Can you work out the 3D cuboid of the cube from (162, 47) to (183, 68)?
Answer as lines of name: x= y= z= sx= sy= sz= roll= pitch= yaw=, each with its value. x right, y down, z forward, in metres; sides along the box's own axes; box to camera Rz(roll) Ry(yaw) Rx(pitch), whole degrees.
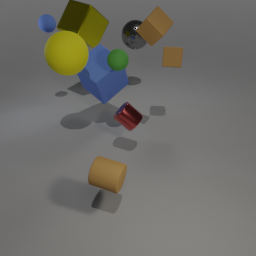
cube: x=1.636 y=-2.612 z=10.367 sx=0.700 sy=0.700 sz=0.700 roll=5 pitch=13 yaw=6

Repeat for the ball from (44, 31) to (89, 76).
ball: x=-1.985 y=-2.411 z=9.080 sx=1.400 sy=1.400 sz=1.400 roll=0 pitch=29 yaw=0

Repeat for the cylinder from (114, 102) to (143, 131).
cylinder: x=0.007 y=-0.374 z=9.165 sx=0.700 sy=0.700 sz=0.700 roll=40 pitch=27 yaw=-15

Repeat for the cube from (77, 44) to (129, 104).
cube: x=-1.016 y=-2.097 z=10.952 sx=1.400 sy=1.400 sz=1.400 roll=-43 pitch=62 yaw=-14

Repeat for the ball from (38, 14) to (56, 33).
ball: x=-3.244 y=-4.198 z=11.256 sx=0.700 sy=0.700 sz=0.700 roll=0 pitch=29 yaw=0

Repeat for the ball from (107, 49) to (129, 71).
ball: x=-0.325 y=-2.201 z=9.065 sx=0.700 sy=0.700 sz=0.700 roll=0 pitch=29 yaw=0

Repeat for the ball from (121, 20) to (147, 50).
ball: x=0.370 y=-4.635 z=13.946 sx=1.400 sy=1.400 sz=1.400 roll=0 pitch=29 yaw=0

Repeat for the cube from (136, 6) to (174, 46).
cube: x=0.809 y=-3.078 z=8.500 sx=0.700 sy=0.700 sz=0.700 roll=-55 pitch=14 yaw=-27

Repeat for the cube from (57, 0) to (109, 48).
cube: x=-1.980 y=-4.561 z=12.382 sx=1.400 sy=1.400 sz=1.400 roll=28 pitch=4 yaw=31

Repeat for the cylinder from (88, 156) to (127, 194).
cylinder: x=-0.462 y=1.071 z=6.454 sx=0.700 sy=0.700 sz=0.700 roll=15 pitch=32 yaw=13
